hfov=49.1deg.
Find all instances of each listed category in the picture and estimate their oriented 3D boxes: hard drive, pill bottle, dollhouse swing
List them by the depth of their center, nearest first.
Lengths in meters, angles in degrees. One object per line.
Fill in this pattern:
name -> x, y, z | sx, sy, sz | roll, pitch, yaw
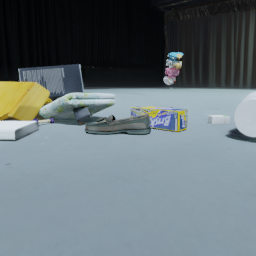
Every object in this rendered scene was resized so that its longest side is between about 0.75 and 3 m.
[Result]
pill bottle -> 4.224, -0.456, 8.590 | 1.456, 1.456, 2.434 | 9, 14, 40
hard drive -> -4.453, 0.046, 8.894 | 2.629, 0.345, 1.734 | 1, 10, 4
dollhouse swing -> -4.777, -0.627, 12.142 | 2.841, 2.497, 2.581 | 5, 53, 23

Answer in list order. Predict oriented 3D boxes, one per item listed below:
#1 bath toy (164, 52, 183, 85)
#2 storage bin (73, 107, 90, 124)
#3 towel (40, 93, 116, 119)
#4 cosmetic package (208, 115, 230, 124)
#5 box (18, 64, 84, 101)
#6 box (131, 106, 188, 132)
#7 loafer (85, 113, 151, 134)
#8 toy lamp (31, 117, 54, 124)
bath toy -> 2.030, -2.595, 12.439 | 0.578, 1.564, 0.680 | -29, 56, -29
storage bin -> -1.739, -0.487, 10.719 | 0.544, 0.589, 0.809 | -22, -5, -7
towel -> -2.000, -0.913, 11.365 | 2.494, 0.601, 2.135 | -6, -10, -44
cosmetic package -> 3.586, -0.333, 11.052 | 0.752, 0.319, 0.405 | -1, 12, -13
box -> -3.991, -2.218, 14.702 | 2.974, 1.592, 2.207 | -9, 0, -15
box -> 1.080, -0.374, 10.099 | 2.097, 0.735, 0.674 | 9, 14, 40
loafer -> -0.335, -0.173, 9.155 | 2.176, 0.685, 0.782 | 1, 10, 4
toy lamp -> -3.274, -0.241, 10.682 | 0.290, 0.290, 0.996 | 8, 13, 36
